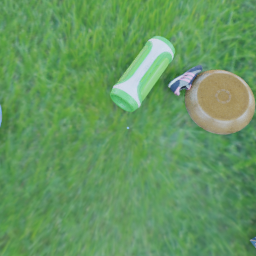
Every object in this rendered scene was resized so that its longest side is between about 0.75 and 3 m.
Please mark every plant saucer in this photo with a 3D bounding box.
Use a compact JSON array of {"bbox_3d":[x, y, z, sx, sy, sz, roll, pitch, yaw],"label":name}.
[{"bbox_3d":[2.578,-0.814,7.712,1.964,0.348,1.964,0,72,0],"label":"plant saucer"}]

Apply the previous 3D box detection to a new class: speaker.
[{"bbox_3d":[0.414,-1.479,7.629,0.930,0.930,2.103,32,75,10],"label":"speaker"}]

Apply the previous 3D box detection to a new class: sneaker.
[{"bbox_3d":[1.695,-1.323,7.873,1.122,0.393,0.460,-34,75,-2],"label":"sneaker"}]

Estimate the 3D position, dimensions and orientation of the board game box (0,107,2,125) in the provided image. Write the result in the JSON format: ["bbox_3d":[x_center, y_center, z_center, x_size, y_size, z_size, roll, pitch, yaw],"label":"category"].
[{"bbox_3d":[-4.267,-0.139,7.496,2.023,0.394,1.599,-8,77,3],"label":"board game box"}]

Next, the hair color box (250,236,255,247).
[{"bbox_3d":[4.386,2.448,6.415,2.663,0.806,1.331,-30,75,-9],"label":"hair color box"}]
